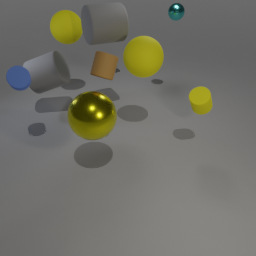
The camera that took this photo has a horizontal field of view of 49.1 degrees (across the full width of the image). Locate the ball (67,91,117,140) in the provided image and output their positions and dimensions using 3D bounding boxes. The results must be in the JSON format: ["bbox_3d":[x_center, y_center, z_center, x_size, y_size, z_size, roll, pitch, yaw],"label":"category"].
[{"bbox_3d":[-1.011,-0.349,7.956,1.400,1.400,1.400,0,32,0],"label":"ball"}]

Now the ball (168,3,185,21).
[{"bbox_3d":[2.050,-4.926,11.884,0.700,0.700,0.700,0,32,0],"label":"ball"}]

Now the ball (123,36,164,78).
[{"bbox_3d":[0.532,-2.461,9.720,1.400,1.400,1.400,0,32,0],"label":"ball"}]

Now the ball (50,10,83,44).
[{"bbox_3d":[-2.666,-4.378,12.185,1.400,1.400,1.400,0,32,0],"label":"ball"}]

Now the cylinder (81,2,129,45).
[{"bbox_3d":[-0.884,-3.887,10.458,1.400,1.400,1.400,-14,35,-21],"label":"cylinder"}]

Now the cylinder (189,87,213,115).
[{"bbox_3d":[2.424,-0.905,9.315,0.700,0.700,0.700,-9,61,18],"label":"cylinder"}]

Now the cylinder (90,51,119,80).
[{"bbox_3d":[-0.701,-1.840,8.311,0.700,0.700,0.700,15,7,-2],"label":"cylinder"}]

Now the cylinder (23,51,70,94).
[{"bbox_3d":[-3.307,-2.279,11.502,1.400,1.400,1.400,-17,30,11],"label":"cylinder"}]

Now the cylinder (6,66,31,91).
[{"bbox_3d":[-3.439,-1.560,8.849,0.700,0.700,0.700,-11,5,-17],"label":"cylinder"}]
